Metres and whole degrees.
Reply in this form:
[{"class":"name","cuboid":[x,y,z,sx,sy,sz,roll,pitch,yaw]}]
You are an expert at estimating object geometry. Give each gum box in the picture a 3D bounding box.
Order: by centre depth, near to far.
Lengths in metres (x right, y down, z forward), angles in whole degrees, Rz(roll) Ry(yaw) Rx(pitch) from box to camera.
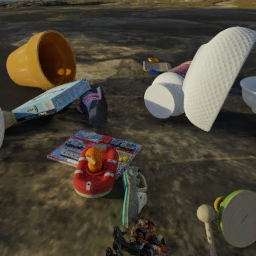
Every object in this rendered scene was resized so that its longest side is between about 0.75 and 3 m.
[{"class":"gum box","cuboid":[-2.759,-1.065,10.323,1.939,0.508,2.282,-11,21,30]}]

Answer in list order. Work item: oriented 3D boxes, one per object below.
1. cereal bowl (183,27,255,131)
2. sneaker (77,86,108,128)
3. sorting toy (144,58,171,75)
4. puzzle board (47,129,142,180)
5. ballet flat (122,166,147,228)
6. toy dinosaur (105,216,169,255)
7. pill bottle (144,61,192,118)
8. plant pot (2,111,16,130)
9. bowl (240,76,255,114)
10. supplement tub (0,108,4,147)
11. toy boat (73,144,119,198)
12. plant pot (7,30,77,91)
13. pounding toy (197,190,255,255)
[{"class":"cereal bowl","cuboid":[1.831,-1.105,6.050,0.947,2.275,2.275,26,36,15]},{"class":"sneaker","cuboid":[-1.346,-0.669,10.146,1.075,0.919,2.620,-17,26,5]},{"class":"sorting toy","cuboid":[1.571,-3.174,14.963,1.502,0.363,2.667,5,30,0]},{"class":"puzzle board","cuboid":[-0.944,0.661,8.261,2.277,0.198,1.716,13,32,22]},{"class":"ballet flat","cuboid":[0.164,1.472,6.396,0.583,0.617,1.831,2,28,-3]},{"class":"toy dinosaur","cuboid":[0.241,2.206,4.982,1.139,0.857,1.678,12,6,-12]},{"class":"pill bottle","cuboid":[1.905,-1.439,10.513,1.626,1.626,2.879,20,34,32]},{"class":"plant pot","cuboid":[-4.254,-0.254,9.422,0.816,0.816,0.871,14,18,24]},{"class":"bowl","cuboid":[5.351,-1.078,10.463,2.371,1.066,2.371,-1,29,0]},{"class":"supplement tub","cuboid":[-5.049,-0.019,7.984,2.499,1.648,1.648,-1,29,-5]},{"class":"toy boat","cuboid":[-0.802,0.892,6.838,1.012,1.014,1.551,3,46,7]},{"class":"plant pot","cuboid":[-3.976,-2.807,12.468,2.309,2.522,2.522,-4,25,26]},{"class":"pounding toy","cuboid":[1.986,1.785,5.628,1.441,1.112,0.669,-16,7,-19]}]
